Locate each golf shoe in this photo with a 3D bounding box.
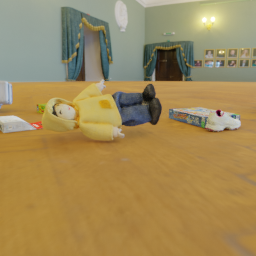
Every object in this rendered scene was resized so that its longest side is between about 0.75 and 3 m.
[{"bbox_3d":[2.614,-0.221,7.548,1.233,0.564,0.464,-6,12,-33],"label":"golf shoe"}]

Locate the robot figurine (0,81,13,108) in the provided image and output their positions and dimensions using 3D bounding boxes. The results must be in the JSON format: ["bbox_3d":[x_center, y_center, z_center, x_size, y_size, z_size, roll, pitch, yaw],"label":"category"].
[{"bbox_3d":[-5.812,-1.317,10.598,2.605,1.471,2.209,-1,-3,-8],"label":"robot figurine"}]

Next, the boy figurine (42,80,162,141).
[{"bbox_3d":[-0.642,-0.453,6.457,2.637,1.640,0.850,-6,-31,-15],"label":"boy figurine"}]

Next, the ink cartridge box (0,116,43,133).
[{"bbox_3d":[-2.932,-0.166,7.874,1.318,0.312,1.055,-9,14,-33],"label":"ink cartridge box"}]

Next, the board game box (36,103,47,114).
[{"bbox_3d":[-2.782,-0.800,10.975,1.368,0.326,0.695,-10,15,-41],"label":"board game box"}]

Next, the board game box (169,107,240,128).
[{"bbox_3d":[2.312,-0.355,8.754,1.282,0.326,1.894,-5,12,-24],"label":"board game box"}]
